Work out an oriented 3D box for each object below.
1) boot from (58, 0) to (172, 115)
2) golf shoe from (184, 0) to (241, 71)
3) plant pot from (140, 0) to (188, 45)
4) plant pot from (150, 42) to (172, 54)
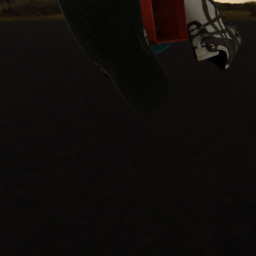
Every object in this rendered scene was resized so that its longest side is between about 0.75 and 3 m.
[{"bbox_3d":[-0.401,-1.675,4.542,0.991,2.745,2.073,-32,37,1],"label":"boot"},{"bbox_3d":[2.045,-2.577,7.587,2.700,1.275,1.050,26,-17,-25],"label":"golf shoe"},{"bbox_3d":[0.433,-2.693,6.653,1.314,1.491,1.489,1,17,40],"label":"plant pot"},{"bbox_3d":[0.705,-3.765,10.196,1.661,1.661,1.561,-9,67,-18],"label":"plant pot"}]
